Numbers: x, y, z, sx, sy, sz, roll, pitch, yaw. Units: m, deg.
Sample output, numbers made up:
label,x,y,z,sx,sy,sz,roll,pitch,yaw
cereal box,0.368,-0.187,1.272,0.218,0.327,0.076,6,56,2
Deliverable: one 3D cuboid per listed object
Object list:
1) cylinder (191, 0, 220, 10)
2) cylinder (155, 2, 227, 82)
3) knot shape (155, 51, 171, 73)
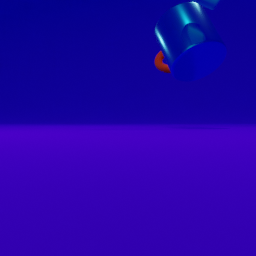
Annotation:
label,x,y,z,sx,sy,sz,roll,pitch,yaw
cylinder,1.440,-2.787,5.261,0.820,0.820,0.820,24,1,0
cylinder,1.452,-2.016,6.660,1.322,1.322,1.322,-14,-27,-7
knot shape,1.834,-2.416,9.390,1.583,1.691,0.782,24,-9,-10
